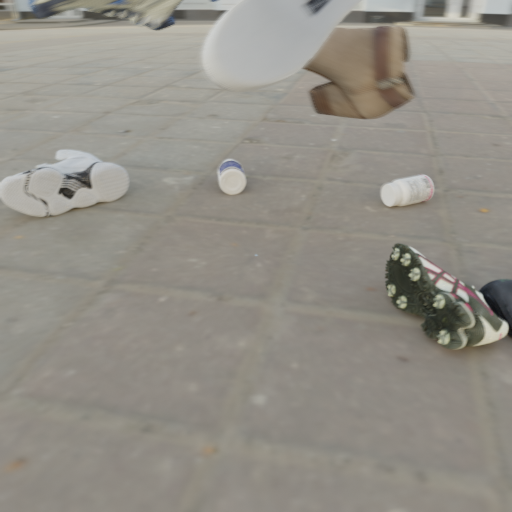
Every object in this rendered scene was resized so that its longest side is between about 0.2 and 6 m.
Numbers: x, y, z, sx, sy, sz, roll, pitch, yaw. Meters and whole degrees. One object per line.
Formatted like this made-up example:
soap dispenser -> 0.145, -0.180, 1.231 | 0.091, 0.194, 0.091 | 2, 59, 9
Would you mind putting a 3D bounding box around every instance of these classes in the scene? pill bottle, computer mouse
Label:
pill bottle -> -0.501, -1.620, 11.214 | 0.522, 0.522, 0.940 | -3, 27, -5
pill bottle -> 2.802, -1.201, 10.423 | 0.883, 0.500, 0.500 | -13, 30, -23
computer mouse -> 3.337, 0.672, 6.870 | 1.083, 0.412, 1.564 | -7, 28, -12

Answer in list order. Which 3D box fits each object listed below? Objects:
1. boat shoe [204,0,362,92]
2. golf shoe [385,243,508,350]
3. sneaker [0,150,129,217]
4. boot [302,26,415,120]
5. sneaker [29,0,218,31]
boat shoe -> 0.306, -2.934, 7.182 | 2.915, 1.034, 1.018 | -49, 17, -25
golf shoe -> 2.284, 0.509, 7.061 | 0.837, 0.734, 1.901 | 5, 30, -23
sneaker -> -3.685, -1.389, 10.441 | 2.322, 0.873, 1.335 | -15, 30, -37
boot -> 1.606, -3.541, 9.580 | 1.893, 2.589, 0.909 | -5, 38, 34
sneaker -> -1.838, -3.977, 8.504 | 3.067, 1.306, 1.182 | -17, 41, -1
